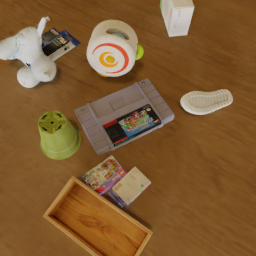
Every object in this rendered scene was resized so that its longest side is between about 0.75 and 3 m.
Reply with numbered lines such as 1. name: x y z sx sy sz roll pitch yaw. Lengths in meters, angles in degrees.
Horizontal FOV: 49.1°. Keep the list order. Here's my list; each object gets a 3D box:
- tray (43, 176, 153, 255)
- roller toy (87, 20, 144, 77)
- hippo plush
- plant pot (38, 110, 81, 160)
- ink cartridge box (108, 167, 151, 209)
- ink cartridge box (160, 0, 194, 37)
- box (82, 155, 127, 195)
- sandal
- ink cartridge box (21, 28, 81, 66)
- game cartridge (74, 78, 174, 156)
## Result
1. tray: -0.743 2.387 6.938 2.456 0.455 1.211 31 75 17
2. roller toy: -0.483 -2.342 8.428 1.606 1.465 1.122 -14 47 25
3. hippo plush: -3.065 -2.314 9.149 2.143 1.723 1.707 -27 23 3
4. plant pot: -2.022 0.106 7.903 1.217 1.156 1.217 -1 61 1
5. ink cartridge box: 0.036 1.617 7.564 1.049 0.220 0.626 -40 68 -17
6. ink cartridge box: 1.766 -4.514 10.415 0.785 1.304 1.795 -6 61 -3
7. box: -0.642 1.324 7.759 1.029 0.201 0.704 -34 66 -17
8. sandal: 2.469 -0.775 8.838 1.868 0.459 0.760 -8 75 -19
9. ink cartridge box: -2.820 -2.915 10.042 1.055 0.416 2.121 41 67 21
10. game cartridge: -0.097 -0.400 8.607 2.646 0.508 1.715 -26 60 -14
